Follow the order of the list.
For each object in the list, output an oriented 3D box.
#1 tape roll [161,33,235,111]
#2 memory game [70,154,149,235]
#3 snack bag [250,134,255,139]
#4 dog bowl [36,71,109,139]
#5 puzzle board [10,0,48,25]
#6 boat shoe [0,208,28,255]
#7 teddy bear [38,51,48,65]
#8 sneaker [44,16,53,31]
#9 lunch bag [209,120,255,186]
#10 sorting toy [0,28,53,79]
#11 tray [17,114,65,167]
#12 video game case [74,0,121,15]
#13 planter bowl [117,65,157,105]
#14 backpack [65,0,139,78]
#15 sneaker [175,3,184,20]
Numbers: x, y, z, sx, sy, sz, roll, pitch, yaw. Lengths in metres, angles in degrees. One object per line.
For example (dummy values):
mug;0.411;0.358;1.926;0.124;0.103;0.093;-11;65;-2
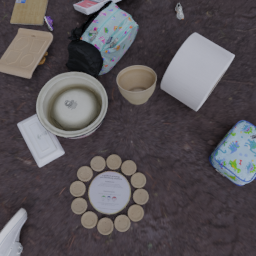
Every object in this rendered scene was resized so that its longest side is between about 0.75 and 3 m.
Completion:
tape roll;2.556;-2.049;10.424;1.661;2.419;2.419;35;74;12
memory game;-0.675;2.326;10.066;2.868;0.183;2.868;0;71;1
snack bag;4.001;0.003;7.391;1.337;1.261;0.143;-22;81;12
dog bowl;-2.047;-0.763;10.727;2.673;0.986;2.673;0;71;0
puzzle board;-4.457;-5.538;12.841;1.465;0.169;1.944;4;70;2
boat shoe;-4.002;4.027;9.113;0.952;1.001;2.780;34;67;-10
teddy bear;-3.805;-3.074;11.922;1.025;0.342;0.743;41;68;21
sneaker;-3.468;-4.681;12.461;0.338;0.326;0.809;-20;71;-13
lunch bag;4.147;0.931;10.187;1.688;0.866;2.100;38;75;14
sorting toy;-4.268;-3.117;11.687;1.968;0.388;2.126;16;75;24
tray;-3.373;0.370;10.730;1.103;0.228;2.055;-30;73;-11
video game case;-0.764;-5.753;12.214;2.993;0.261;2.140;-28;35;-10
planter bowl;0.254;-1.120;7.821;1.084;0.729;1.084;-3;51;3
backpack;-0.996;-3.444;11.135;1.887;2.488;2.981;39;70;-8
sneaker;2.331;-5.271;12.634;0.299;0.363;0.790;-16;72;-5
